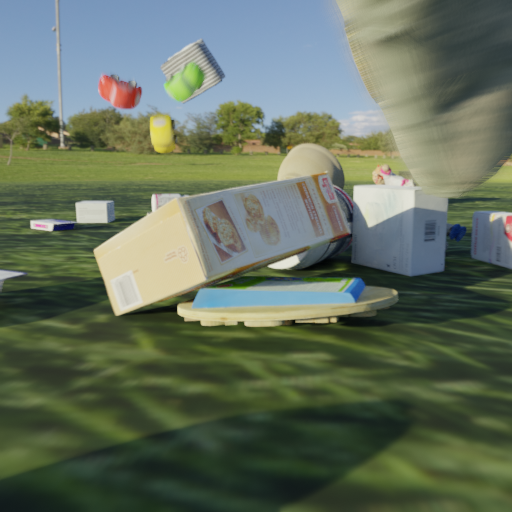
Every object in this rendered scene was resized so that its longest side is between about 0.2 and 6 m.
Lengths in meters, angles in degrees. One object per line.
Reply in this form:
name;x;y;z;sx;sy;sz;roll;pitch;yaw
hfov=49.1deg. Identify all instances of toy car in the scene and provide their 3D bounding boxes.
toy car;-1.022;-1.717;6.158;1.071;1.138;0.254;-30;36;21

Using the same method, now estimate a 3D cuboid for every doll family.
doll family;2.174;-0.572;8.414;1.209;0.877;1.947;34;0;44

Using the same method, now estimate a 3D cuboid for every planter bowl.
planter bowl;1.387;-2.054;16.072;1.938;1.938;1.304;7;38;35

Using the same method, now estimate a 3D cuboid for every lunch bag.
lunch bag;1.808;-2.466;5.294;1.851;3.149;2.582;12;-23;36

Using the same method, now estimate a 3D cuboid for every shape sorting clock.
shape sorting clock;0.260;0.407;4.799;1.858;0.364;1.858;0;3;0

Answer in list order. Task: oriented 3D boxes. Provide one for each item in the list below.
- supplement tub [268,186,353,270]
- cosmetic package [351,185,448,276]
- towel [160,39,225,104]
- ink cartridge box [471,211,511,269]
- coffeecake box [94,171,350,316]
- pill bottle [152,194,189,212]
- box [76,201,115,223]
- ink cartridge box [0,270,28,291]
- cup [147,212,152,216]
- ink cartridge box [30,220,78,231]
supplement tub;0.640;-0.416;7.583;1.102;1.102;1.570;5;10;29
cosmetic package;1.850;-0.371;7.358;0.664;1.076;1.080;-6;11;-31
towel;-1.402;-3.963;12.138;1.195;0.990;0.511;-20;30;35
ink cartridge box;3.412;-0.238;7.706;0.411;0.708;0.959;-2;10;-10
coffeecake box;-0.287;-0.135;5.225;1.870;0.683;1.435;-17;-4;-44
pill bottle;-2.309;-1.396;15.203;0.983;0.557;0.557;-3;10;-17
box;-3.806;-1.046;13.299;0.730;0.480;0.734;0;9;0
ink cartridge box;-3.047;0.408;4.973;0.870;0.341;1.837;4;13;26
cup;-0.879;-0.196;7.321;1.048;0.749;1.048;-1;9;0
ink cartridge box;-4.234;-0.645;11.777;1.073;0.199;0.508;5;9;39
